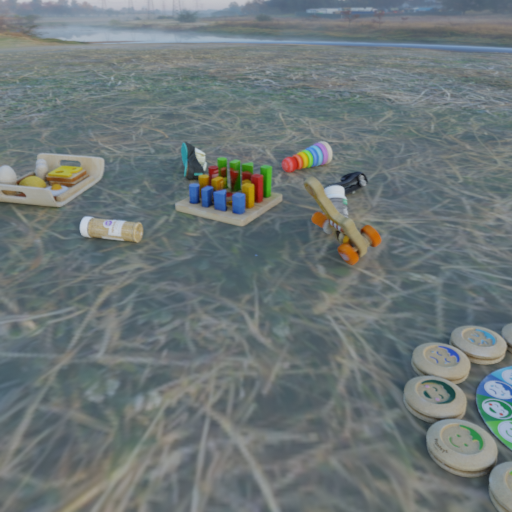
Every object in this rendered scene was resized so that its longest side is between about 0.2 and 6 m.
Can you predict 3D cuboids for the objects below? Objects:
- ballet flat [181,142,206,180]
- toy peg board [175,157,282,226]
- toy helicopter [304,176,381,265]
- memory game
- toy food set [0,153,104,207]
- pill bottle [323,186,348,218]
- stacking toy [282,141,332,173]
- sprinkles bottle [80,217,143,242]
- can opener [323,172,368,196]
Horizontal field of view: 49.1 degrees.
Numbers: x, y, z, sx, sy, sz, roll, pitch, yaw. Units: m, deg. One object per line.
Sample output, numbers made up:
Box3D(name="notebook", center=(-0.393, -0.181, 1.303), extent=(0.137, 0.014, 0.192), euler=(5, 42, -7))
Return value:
Box3D(name="ballet flat", center=(-1.669, -2.509, 15.054), extent=(0.617, 0.614, 1.805), euler=(4, 35, -14))
Box3D(name="toy peg board", center=(-0.606, -1.548, 12.685), extent=(1.816, 0.888, 1.808), euler=(14, 30, 27))
Box3D(name="toy helicopter", center=(1.415, -0.703, 10.250), extent=(0.702, 1.779, 1.176), euler=(-38, 15, -7))
Box3D(name="memory game", center=(3.661, 1.839, 6.590), extent=(3.778, 0.241, 3.778), euler=(0, 26, 0))
Box3D(name="toy food set", center=(-5.169, -1.985, 13.632), extent=(1.940, 0.817, 2.703), euler=(6, 27, 11))
Box3D(name="pill bottle", center=(1.609, -0.951, 11.419), extent=(0.493, 0.872, 0.493), euler=(-1, -16, 0))
Box3D(name="stacking toy", center=(1.326, -2.652, 15.275), extent=(1.514, 0.646, 0.646), euler=(-22, 33, -29))
Box3D(name="sprinkles bottle", center=(-2.881, -0.525, 11.164), extent=(1.196, 0.408, 0.408), euler=(6, 27, 12))
Box3D(name="can opener", center=(2.130, -1.645, 13.454), extent=(1.452, 0.460, 0.571), euler=(-30, 14, -32))
